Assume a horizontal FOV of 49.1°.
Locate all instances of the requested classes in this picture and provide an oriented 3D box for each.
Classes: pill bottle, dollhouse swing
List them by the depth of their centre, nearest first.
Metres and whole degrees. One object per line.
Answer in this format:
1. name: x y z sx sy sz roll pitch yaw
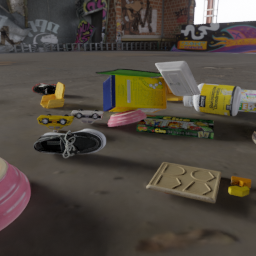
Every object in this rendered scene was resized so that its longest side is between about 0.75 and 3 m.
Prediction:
1. pill bottle: 3.573 -1.246 11.950 2.201 1.233 1.233 10 21 28
2. dollhouse swing: -3.574 -1.579 13.240 1.048 1.014 1.154 -10 23 -28
3. dollhouse swing: 2.210 -2.031 14.240 1.365 1.411 1.553 -12 8 39

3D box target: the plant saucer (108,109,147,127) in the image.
1. plant saucer: -0.059 -0.402 10.253 1.454 0.368 1.454 -14 9 2

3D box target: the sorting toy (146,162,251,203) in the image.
1. sorting toy: 1.617 1.275 6.275 2.092 0.280 1.559 8 16 21

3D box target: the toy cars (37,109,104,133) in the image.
1. toy cars: -2.023 -0.261 10.234 2.528 0.560 1.133 -13 23 -41

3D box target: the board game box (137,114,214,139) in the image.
1. board game box: 1.726 -0.084 10.076 2.600 0.305 1.362 5 18 14

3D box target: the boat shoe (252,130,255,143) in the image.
1. boat shoe: 4.826 0.336 7.878 0.938 0.923 2.518 -17 26 -40

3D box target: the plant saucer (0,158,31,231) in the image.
1. plant saucer: -3.490 1.264 5.534 2.912 0.738 2.912 0 19 0

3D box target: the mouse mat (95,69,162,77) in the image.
1. mouse mat: 0.164 -1.992 10.258 2.041 0.095 2.537 0 6 -29

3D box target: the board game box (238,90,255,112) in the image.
1. board game box: 5.234 -1.383 13.467 1.830 0.466 2.721 6 20 18

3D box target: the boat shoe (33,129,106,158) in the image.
1. boat shoe: -1.655 0.434 7.845 2.025 0.748 0.692 4 16 11

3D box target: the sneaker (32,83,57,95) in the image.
1. sneaker: -4.532 -2.111 15.367 1.672 0.591 0.817 3 17 6

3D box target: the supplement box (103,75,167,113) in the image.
1. supplement box: 0.247 -1.301 11.054 2.258 1.237 1.229 1 -5 -20

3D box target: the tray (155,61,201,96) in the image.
1. tray: 1.640 -1.502 9.064 1.007 0.208 1.875 4 -22 31
